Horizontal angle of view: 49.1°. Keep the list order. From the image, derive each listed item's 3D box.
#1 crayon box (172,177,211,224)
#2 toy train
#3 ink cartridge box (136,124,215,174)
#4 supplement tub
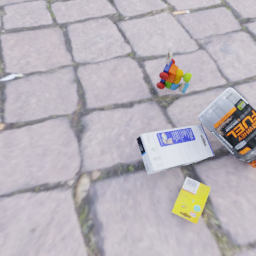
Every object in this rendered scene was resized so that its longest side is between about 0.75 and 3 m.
[{"bbox_3d":[1.580,1.845,7.062,0.681,0.272,1.072,23,56,17],"label":"crayon box"},{"bbox_3d":[1.536,-1.705,8.632,0.994,1.717,0.727,24,69,6],"label":"toy train"},{"bbox_3d":[1.312,0.536,7.616,2.072,0.406,1.030,-8,70,-27],"label":"ink cartridge box"},{"bbox_3d":[3.044,0.012,7.632,1.256,1.256,2.050,-40,81,-26],"label":"supplement tub"}]
